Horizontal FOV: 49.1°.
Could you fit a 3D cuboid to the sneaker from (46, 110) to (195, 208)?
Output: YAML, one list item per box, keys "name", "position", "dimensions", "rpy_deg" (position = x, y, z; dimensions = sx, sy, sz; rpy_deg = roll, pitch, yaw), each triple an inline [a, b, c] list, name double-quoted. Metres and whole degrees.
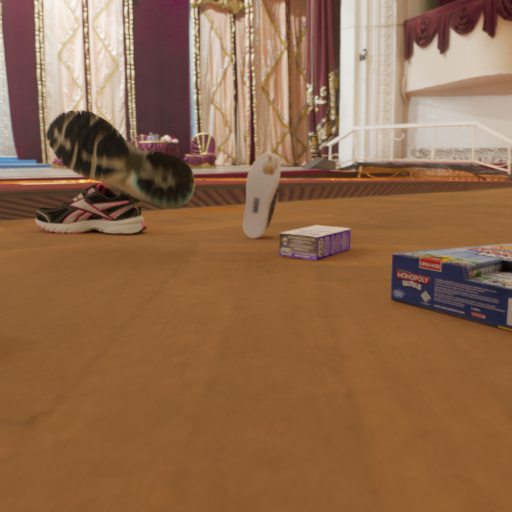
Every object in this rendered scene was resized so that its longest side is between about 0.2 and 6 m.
- name: "sneaker"
  position: [-2.751, -1.757, 11.349]
  dimensions: [3.132, 1.215, 1.352]
  rpy_deg: [29, -11, -1]

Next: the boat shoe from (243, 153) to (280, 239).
- name: "boat shoe"
  position: [0.205, -1.515, 13.946]
  dimensions: [0.780, 2.174, 0.737]
  rpy_deg: [15, 21, 17]

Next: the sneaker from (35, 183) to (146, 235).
- name: "sneaker"
  position: [-4.483, -1.324, 15.321]
  dimensions: [3.113, 1.344, 1.251]
  rpy_deg: [1, 9, 9]

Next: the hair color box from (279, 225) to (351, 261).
- name: "hair color box"
  position: [1.279, -0.300, 11.945]
  dimensions: [0.899, 0.533, 1.644]
  rpy_deg: [8, 11, 33]

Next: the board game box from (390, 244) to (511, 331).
- name: "board game box"
  position: [3.572, 0.338, 7.770]
  dimensions: [2.376, 0.733, 2.377]
  rpy_deg: [-8, 13, -36]

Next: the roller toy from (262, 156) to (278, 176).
- name: "roller toy"
  position: [0.294, -1.848, 11.494]
  dimensions: [0.276, 0.361, 0.395]
  rpy_deg: [19, -4, 4]
